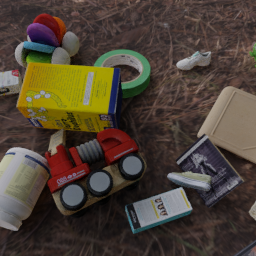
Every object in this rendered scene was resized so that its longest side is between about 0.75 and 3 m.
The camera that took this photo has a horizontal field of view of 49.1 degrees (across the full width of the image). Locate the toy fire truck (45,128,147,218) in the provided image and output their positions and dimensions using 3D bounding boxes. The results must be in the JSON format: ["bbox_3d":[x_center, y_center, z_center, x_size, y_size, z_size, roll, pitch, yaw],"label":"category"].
[{"bbox_3d":[-1.195,0.776,8.021,2.506,1.831,2.847,-25,69,-16],"label":"toy fire truck"}]

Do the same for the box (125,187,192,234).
[{"bbox_3d":[0.821,2.221,7.578,1.674,0.411,0.689,-15,56,-10],"label":"box"}]

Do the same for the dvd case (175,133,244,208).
[{"bbox_3d":[2.244,1.192,7.952,0.135,1.258,1.692,9,41,-49],"label":"dvd case"}]

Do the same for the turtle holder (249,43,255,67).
[{"bbox_3d":[5.519,-2.814,10.719,0.999,1.069,1.407,-23,57,-16],"label":"turtle holder"}]

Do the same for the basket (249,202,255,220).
[{"bbox_3d":[4.197,1.973,7.359,1.722,1.062,1.167,-32,60,-21],"label":"basket"}]

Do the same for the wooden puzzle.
[{"bbox_3d":[4.016,-0.027,9.164,2.772,0.516,2.565,24,59,22],"label":"wooden puzzle"}]

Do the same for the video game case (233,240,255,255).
[{"bbox_3d":[3.045,4.012,6.383,2.435,0.310,2.200,-25,58,-17],"label":"video game case"}]

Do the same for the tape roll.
[{"bbox_3d":[-0.224,-2.074,10.544,2.118,0.509,2.118,0,55,0],"label":"tape roll"}]

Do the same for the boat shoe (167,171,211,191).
[{"bbox_3d":[1.738,1.439,7.909,1.281,0.461,0.397,9,62,35],"label":"boat shoe"}]

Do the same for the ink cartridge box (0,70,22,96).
[{"bbox_3d":[-4.506,-1.642,10.268,1.088,0.451,0.793,-11,56,-8],"label":"ink cartridge box"}]

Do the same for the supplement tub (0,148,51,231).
[{"bbox_3d":[-3.000,1.602,7.445,1.339,1.339,1.847,14,56,9],"label":"supplement tub"}]

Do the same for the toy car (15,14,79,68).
[{"bbox_3d":[-3.112,-3.298,10.634,2.057,1.763,2.351,13,56,8],"label":"toy car"}]

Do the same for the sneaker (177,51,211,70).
[{"bbox_3d":[2.572,-2.694,10.909,1.399,0.619,0.526,-15,58,-10],"label":"sneaker"}]

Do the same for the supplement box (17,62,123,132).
[{"bbox_3d":[-1.690,-0.901,8.889,2.889,1.572,1.582,4,67,4],"label":"supplement box"}]
